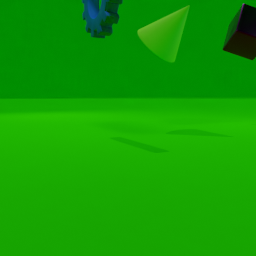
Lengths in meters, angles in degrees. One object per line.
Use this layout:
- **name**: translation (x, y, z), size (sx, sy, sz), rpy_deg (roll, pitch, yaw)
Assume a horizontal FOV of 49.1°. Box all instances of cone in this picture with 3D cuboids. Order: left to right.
- **cone**: translation (1.220, -2.799, 7.738), size (1.373, 1.373, 1.378), rpy_deg (-8, -32, -52)

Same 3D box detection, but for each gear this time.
- **gear**: translation (-0.635, -2.977, 6.475), size (0.311, 1.682, 1.682), rpy_deg (-4, 8, -28)

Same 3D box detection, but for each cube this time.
- **cube**: translation (4.102, -3.242, 9.551), size (1.161, 1.161, 1.161), rpy_deg (19, -18, 1)
